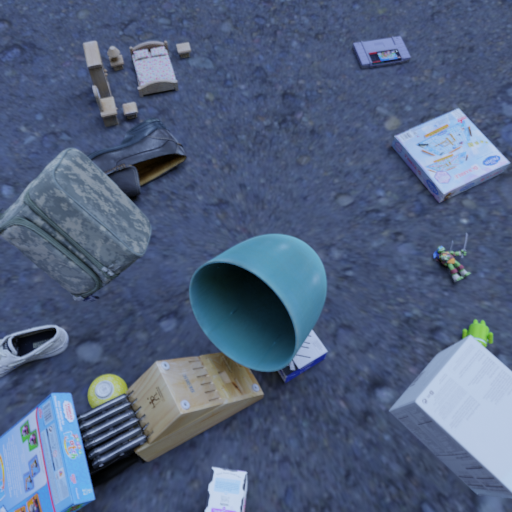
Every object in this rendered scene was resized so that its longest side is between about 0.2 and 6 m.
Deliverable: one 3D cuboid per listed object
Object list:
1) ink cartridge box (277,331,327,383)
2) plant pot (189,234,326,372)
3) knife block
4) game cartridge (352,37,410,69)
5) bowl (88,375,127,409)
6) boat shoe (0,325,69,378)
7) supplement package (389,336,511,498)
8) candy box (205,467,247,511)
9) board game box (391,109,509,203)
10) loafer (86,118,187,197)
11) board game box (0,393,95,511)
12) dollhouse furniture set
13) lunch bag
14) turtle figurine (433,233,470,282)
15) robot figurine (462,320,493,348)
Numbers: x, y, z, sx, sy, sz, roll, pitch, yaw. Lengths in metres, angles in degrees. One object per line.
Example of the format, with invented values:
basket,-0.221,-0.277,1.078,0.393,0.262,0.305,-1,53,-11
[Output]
ink cartridge box,0.409,1.333,10.784,0.935,0.440,1.989,-28,65,-16
plant pot,0.202,0.553,8.678,1.930,1.930,1.549,34,45,17
knife block,-1.722,2.882,9.772,3.068,2.693,0.982,3,48,-52
game cartridge,3.272,-5.313,14.624,1.321,0.254,0.856,-11,57,-6
bowl,-2.729,2.471,10.180,0.735,0.396,0.735,0,61,-1
boat shoe,-4.518,1.766,10.430,1.930,0.634,0.694,-14,62,-8
supplement package,2.670,1.984,6.867,1.482,1.117,1.125,43,72,12
candy box,-0.505,4.219,8.659,0.570,1.337,1.594,6,61,3
board game box,4.430,-2.335,12.857,1.876,0.386,1.871,-24,64,-13
loafer,-2.908,-1.756,12.151,1.143,1.150,3.161,41,70,15
board game box,-3.512,3.442,8.854,2.239,0.410,1.694,-38,60,26
dollhouse furniture set,-2.714,-4.558,13.608,2.567,1.253,2.189,-14,62,-7
lunch bag,-2.566,-0.331,7.874,1.504,1.793,1.249,-34,28,20
turtle figurine,4.059,0.071,11.353,0.806,0.580,0.782,-33,80,26
robot figurine,4.237,1.543,10.714,0.548,0.361,0.625,6,59,29
